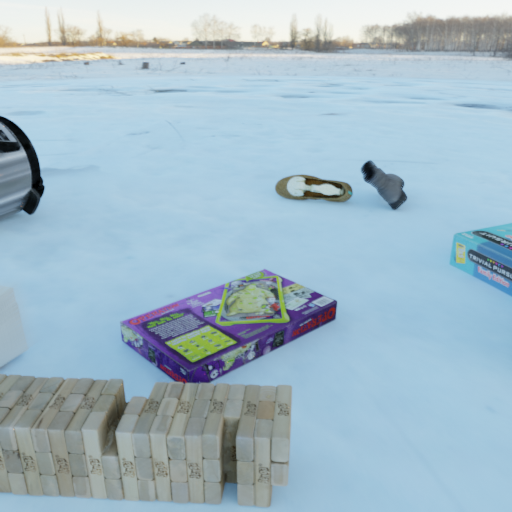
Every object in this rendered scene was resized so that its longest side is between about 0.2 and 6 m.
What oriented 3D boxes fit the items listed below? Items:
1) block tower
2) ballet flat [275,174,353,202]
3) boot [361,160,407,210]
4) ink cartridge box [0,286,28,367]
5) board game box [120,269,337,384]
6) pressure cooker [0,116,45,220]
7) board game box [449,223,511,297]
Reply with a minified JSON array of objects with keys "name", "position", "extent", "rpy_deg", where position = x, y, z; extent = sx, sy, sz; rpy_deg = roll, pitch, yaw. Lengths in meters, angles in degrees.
[{"name":"block tower","position":[-1.207,1.768,5.444],"extent":[3.070,0.829,0.887],"rpy_deg":[2,22,5]},{"name":"ballet flat","position":[1.396,-1.660,13.838],"extent":[1.969,0.668,0.712],"rpy_deg":[10,4,11]},{"name":"boot","position":[3.060,-1.927,13.722],"extent":[1.183,0.627,1.797],"rpy_deg":[40,18,-16]},{"name":"ink cartridge box","position":[-3.764,1.015,7.023],"extent":[0.960,0.956,1.322],"rpy_deg":[6,24,27]},{"name":"board game box","position":[-0.335,0.932,8.072],"extent":[2.741,0.443,1.645],"rpy_deg":[-19,33,-38]},{"name":"pressure cooker","position":[-6.136,-1.855,12.125],"extent":[2.445,2.407,2.737],"rpy_deg":[-3,19,25]},{"name":"board game box","position":[5.262,0.015,9.880],"extent":[2.792,0.655,2.108],"rpy_deg":[-10,25,-22]}]
